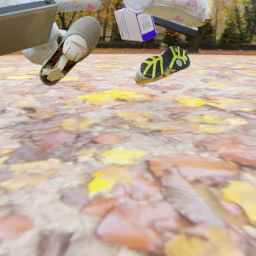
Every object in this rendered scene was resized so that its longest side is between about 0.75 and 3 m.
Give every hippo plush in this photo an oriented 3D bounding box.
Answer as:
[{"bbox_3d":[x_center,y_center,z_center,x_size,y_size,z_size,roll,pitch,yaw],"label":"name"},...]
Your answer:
[{"bbox_3d":[-2.991,-3.397,9.282,2.215,2.755,2.195,38,44,14],"label":"hippo plush"}]

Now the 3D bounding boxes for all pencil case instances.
[{"bbox_3d":[-1.584,-3.717,8.155,1.583,0.658,0.718,-15,6,-24],"label":"pencil case"},{"bbox_3d":[1.216,-3.641,7.946,2.935,1.331,1.220,-8,-15,-44],"label":"pencil case"}]

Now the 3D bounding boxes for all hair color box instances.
[{"bbox_3d":[0.234,-3.755,10.045,0.642,1.083,1.982,-25,27,-15],"label":"hair color box"}]

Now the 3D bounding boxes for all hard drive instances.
[{"bbox_3d":[1.599,-4.086,10.960,2.244,0.369,1.566,21,23,4],"label":"hard drive"},{"bbox_3d":[-2.355,-2.070,5.900,1.681,0.276,1.173,-31,-10,-36],"label":"hard drive"}]

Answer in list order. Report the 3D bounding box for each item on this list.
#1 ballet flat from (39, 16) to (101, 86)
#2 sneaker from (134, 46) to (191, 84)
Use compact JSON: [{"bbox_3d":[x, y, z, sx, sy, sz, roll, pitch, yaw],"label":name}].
[{"bbox_3d":[-1.564,-1.893,7.423,2.410,0.812,0.768,-35,32,37],"label":"ballet flat"},{"bbox_3d":[0.965,-1.776,7.994,1.975,0.745,0.755,-21,-5,-32],"label":"sneaker"}]
